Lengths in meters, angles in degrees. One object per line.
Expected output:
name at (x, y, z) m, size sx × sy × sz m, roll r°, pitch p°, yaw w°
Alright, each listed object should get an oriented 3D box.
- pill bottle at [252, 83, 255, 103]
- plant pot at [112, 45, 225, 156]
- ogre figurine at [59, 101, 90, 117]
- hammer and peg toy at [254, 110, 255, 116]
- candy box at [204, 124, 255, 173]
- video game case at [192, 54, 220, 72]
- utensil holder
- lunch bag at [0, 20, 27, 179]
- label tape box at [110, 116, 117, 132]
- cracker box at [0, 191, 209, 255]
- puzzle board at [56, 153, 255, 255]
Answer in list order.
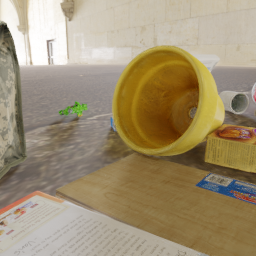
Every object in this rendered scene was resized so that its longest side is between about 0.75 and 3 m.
pill bottle at (5.530, -1.169, 10.235) m, size 1.309 × 1.309 × 2.332 m, roll 2°, pitch 15°, yaw 6°
plant pot at (1.121, -0.462, 6.392) m, size 2.232 × 2.232 × 2.100 m, roll 13°, pitch 2°, yaw 39°
ogre figurine at (-1.851, -0.671, 9.961) m, size 1.100 × 0.540 × 0.660 m, roll 4°, pitch -1°, yaw -32°
hammer and peg toy at (5.348, -0.289, 7.615) m, size 2.925 × 1.031 × 2.151 m, roll -3°, pitch 16°, yaw -11°
candy box at (2.876, 0.469, 5.684) m, size 2.252 × 0.636 × 1.314 m, roll 12°, pitch 18°, yaw 31°
video game case at (1.528, -1.158, 8.332) m, size 0.303 × 2.324 × 2.554 m, roll 45°, pitch 33°, yaw 18°
utensil holder at (3.962, -1.003, 10.660) m, size 0.800 × 0.800 × 0.941 m, roll -4°, pitch 14°, yaw -15°
lunch bag at (-3.339, -0.564, 5.118) m, size 2.390 × 2.914 × 1.713 m, roll 3°, pitch 15°, yaw 6°
label tape box at (0.035, -0.162, 8.491) m, size 1.024 × 0.324 × 0.739 m, roll -4°, pitch 16°, yaw -14°
cracker box at (-0.496, 1.411, 2.140) m, size 2.458 × 0.709 × 1.647 m, roll 9°, pitch 18°, yaw 32°
puzzle board at (0.645, 1.065, 4.298) m, size 2.853 × 0.248 × 2.150 m, roll 12°, pitch 19°, yaw 35°
